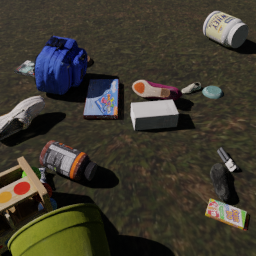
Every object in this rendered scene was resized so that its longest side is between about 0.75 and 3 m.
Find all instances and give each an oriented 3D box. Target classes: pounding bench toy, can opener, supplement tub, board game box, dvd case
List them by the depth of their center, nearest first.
[{"bbox_3d":[-3.395,1.843,7.906,2.004,1.596,2.569,-28,49,-28],"label":"pounding bench toy"},{"bbox_3d":[2.928,2.534,8.227,1.176,0.176,0.562,19,46,16],"label":"board game box"},{"bbox_3d":[-1.904,1.115,9.140,1.742,0.931,0.931,22,45,10],"label":"supplement tub"},{"bbox_3d":[3.474,1.116,9.780,0.335,0.265,1.008,18,32,-35],"label":"can opener"},{"bbox_3d":[-1.136,-1.346,12.468,1.400,0.264,2.719,-1,42,1],"label":"board game box"},{"bbox_3d":[-4.836,-3.046,14.440,1.605,0.177,1.171,13,43,13],"label":"dvd case"},{"bbox_3d":[5.678,-5.716,16.337,1.596,1.596,2.201,-23,46,-23],"label":"supplement tub"}]

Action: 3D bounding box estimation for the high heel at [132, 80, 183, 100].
[{"bbox_3d":[1.286,-1.651,12.643,2.299,0.775,1.105,24,16,40],"label":"high heel"}]

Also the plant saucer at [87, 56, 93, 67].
[{"bbox_3d":[-2.669,-3.621,15.055,1.506,0.222,1.506,1,42,-1],"label":"plant saucer"}]

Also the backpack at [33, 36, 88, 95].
[{"bbox_3d":[-3.065,-2.798,12.768,2.115,2.048,2.520,10,42,7],"label":"backpack"}]

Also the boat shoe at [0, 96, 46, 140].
[{"bbox_3d":[-4.152,-0.317,10.922,0.864,0.882,2.491,34,61,31],"label":"boat shoe"}]

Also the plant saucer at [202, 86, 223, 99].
[{"bbox_3d":[3.936,-1.691,12.929,0.949,0.171,0.949,0,42,0],"label":"plant saucer"}]

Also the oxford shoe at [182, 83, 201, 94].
[{"bbox_3d":[2.951,-1.877,13.040,1.059,0.306,0.398,-21,49,-19],"label":"oxford shoe"}]

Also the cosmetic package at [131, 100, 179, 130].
[{"bbox_3d":[1.038,-0.529,11.231,1.765,0.716,0.996,-5,42,-4],"label":"cosmetic package"}]

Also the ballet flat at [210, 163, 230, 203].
[{"bbox_3d":[2.961,1.734,9.039,0.505,0.431,1.519,-19,31,22],"label":"ballet flat"}]

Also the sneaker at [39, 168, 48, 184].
[{"bbox_3d":[-2.746,1.606,9.148,0.850,0.298,0.461,28,50,31],"label":"sneaker"}]

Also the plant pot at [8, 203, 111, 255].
[{"bbox_3d":[-1.253,3.214,6.197,2.232,2.232,2.149,-18,57,-19],"label":"plant pot"}]
